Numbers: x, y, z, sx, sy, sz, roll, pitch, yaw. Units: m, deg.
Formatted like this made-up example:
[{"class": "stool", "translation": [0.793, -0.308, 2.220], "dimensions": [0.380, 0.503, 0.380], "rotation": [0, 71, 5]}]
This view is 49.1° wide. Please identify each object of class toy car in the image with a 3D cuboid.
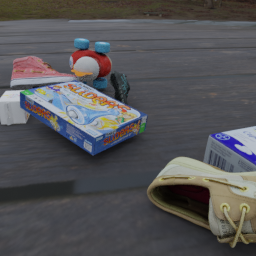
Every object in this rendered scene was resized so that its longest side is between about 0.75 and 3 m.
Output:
[{"class": "toy car", "translation": [-1.578, -2.215, 10.181], "dimensions": [1.628, 1.697, 1.841], "rotation": [13, 26, 11]}]

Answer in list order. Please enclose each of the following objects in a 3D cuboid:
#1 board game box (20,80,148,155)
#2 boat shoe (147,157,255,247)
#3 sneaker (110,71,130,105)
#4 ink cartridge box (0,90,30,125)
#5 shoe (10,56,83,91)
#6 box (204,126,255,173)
[{"class": "board game box", "translation": [-1.173, -0.435, 7.279], "dimensions": [2.832, 0.488, 1.917], "rotation": [28, 33, 30]}, {"class": "boat shoe", "translation": [1.501, 1.199, 4.080], "dimensions": [0.973, 1.084, 2.930], "rotation": [-29, 20, -34]}, {"class": "sneaker", "translation": [-0.161, -1.248, 9.289], "dimensions": [0.588, 0.560, 1.484], "rotation": [2, 64, -32]}, {"class": "ink cartridge box", "translation": [-3.360, -0.600, 8.341], "dimensions": [0.709, 0.728, 1.132], "rotation": [-3, 27, -8]}, {"class": "shoe", "translation": [-3.001, -2.031, 10.417], "dimensions": [2.616, 1.190, 0.934], "rotation": [-3, -17, -4]}, {"class": "box", "translation": [2.657, 0.700, 5.317], "dimensions": [1.756, 0.921, 1.615], "rotation": [-8, 27, -23]}]
